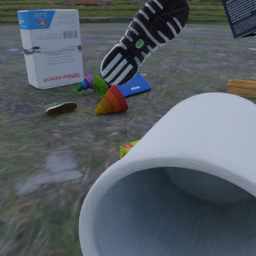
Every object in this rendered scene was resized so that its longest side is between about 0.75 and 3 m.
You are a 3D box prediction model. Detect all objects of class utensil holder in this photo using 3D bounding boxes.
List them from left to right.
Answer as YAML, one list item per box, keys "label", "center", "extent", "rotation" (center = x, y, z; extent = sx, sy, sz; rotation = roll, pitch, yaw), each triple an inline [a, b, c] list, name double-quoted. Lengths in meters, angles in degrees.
- label: "utensil holder"
  center: [0.842, 0.712, 3.192]
  extent: [1.942, 1.942, 2.286]
  rotation: [9, 23, 19]

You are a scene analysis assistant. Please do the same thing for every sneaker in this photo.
- label: "sneaker"
  center: [-1.980, -0.619, 8.099]
  extent: [0.942, 0.316, 0.423]
  rotation: [-19, 35, -30]
- label: "sneaker"
  center: [0.131, -1.491, 4.759]
  extent: [1.858, 0.703, 1.073]
  rotation: [-45, 18, -8]

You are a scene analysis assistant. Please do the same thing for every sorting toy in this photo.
- label: "sorting toy"
  center: [-1.007, -0.996, 8.685]
  extent: [0.894, 0.900, 2.597]
  rotation: [-34, 37, -15]

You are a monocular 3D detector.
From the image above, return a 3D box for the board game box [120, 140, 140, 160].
- label: "board game box"
  center: [0.929, 0.479, 5.455]
  extent: [1.952, 0.465, 0.992]
  rotation: [-16, 28, -31]

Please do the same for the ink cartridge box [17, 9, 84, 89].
- label: "ink cartridge box"
  center: [-2.848, -3.021, 10.587]
  extent: [1.960, 2.677, 1.150]
  rotation: [-18, 29, -35]

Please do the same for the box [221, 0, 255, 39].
- label: "box"
  center: [2.788, -3.055, 6.340]
  extent: [0.946, 1.767, 1.311]
  rotation: [-16, 6, 43]

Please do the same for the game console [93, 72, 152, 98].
- label: "game console"
  center: [-0.206, -1.451, 10.193]
  extent: [1.593, 0.943, 1.360]
  rotation: [-22, 63, -39]

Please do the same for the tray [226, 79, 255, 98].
- label: "tray"
  center: [4.512, -1.336, 9.668]
  extent: [2.042, 0.378, 1.007]
  rotation: [9, 25, 21]
